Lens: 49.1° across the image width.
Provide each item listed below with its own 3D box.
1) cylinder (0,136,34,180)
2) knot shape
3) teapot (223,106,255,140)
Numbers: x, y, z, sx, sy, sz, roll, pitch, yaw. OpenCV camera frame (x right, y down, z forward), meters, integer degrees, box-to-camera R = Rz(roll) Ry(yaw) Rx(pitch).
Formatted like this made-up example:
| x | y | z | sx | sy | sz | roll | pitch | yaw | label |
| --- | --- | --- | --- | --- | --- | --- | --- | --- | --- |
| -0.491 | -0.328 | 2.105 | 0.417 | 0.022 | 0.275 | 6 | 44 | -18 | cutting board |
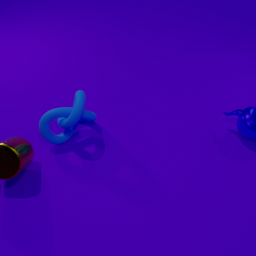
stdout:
| x | y | z | sx | sy | sz | roll | pitch | yaw | label |
| --- | --- | --- | --- | --- | --- | --- | --- | --- | --- |
| -2.706 | 0.669 | 6.442 | 0.820 | 0.820 | 0.820 | 2 | 11 | 1 | cylinder |
| -1.440 | -0.326 | 7.202 | 1.572 | 1.471 | 0.726 | -31 | 78 | -43 | knot shape |
| 3.256 | -0.109 | 7.434 | 1.479 | 0.724 | 0.920 | 34 | 56 | 1 | teapot |
